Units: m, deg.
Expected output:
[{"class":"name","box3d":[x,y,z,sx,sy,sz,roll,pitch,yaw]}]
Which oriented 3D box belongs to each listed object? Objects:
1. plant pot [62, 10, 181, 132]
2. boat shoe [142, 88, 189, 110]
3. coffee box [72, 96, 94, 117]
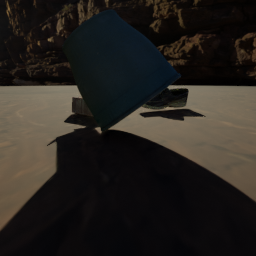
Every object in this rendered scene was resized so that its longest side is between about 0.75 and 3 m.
[{"class":"plant pot","box3d":[-0.339,-1.525,7.120,2.457,2.308,2.457,-36,4,3]},{"class":"boat shoe","box3d":[1.580,-1.391,12.308,2.704,0.888,0.966,-6,32,-33]},{"class":"coffee box","box3d":[-1.307,-0.837,10.625,0.915,0.638,1.599,-8,14,-43]}]
